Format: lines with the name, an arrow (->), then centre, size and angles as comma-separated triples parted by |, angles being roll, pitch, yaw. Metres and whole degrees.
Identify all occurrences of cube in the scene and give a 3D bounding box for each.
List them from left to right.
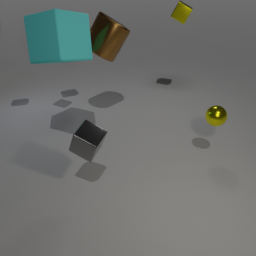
cube -> -2.114, -2.752, 8.631 | 1.400, 1.400, 1.400 | 4, 16, 33
cube -> -1.080, 0.347, 7.566 | 0.700, 0.700, 0.700 | 29, 45, 2
cube -> 2.425, -5.225, 12.627 | 0.700, 0.700, 0.700 | 29, 32, -4

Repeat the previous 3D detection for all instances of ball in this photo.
ball -> 2.893, -0.394, 9.184 | 0.700, 0.700, 0.700 | 0, 30, 0

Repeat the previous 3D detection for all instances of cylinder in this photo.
cylinder -> -0.838, -3.564, 10.996 | 1.400, 1.400, 1.400 | 29, 19, -11
